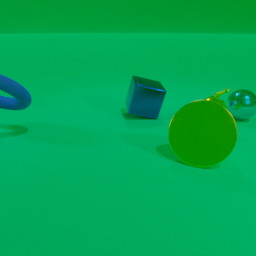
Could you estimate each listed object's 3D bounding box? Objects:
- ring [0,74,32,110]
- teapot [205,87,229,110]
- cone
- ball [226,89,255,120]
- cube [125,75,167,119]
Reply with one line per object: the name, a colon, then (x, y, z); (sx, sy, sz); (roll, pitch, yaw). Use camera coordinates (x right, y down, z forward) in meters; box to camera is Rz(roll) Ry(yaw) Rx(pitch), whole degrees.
ring: (-3.220, -0.891, 6.846); (1.693, 0.339, 1.693); (9, -20, 3)
teapot: (2.361, -0.460, 7.485); (0.673, 1.375, 0.855); (8, -12, 40)
cone: (1.784, 0.191, 6.414); (1.402, 1.402, 1.408); (10, -3, 24)
ball: (3.439, -0.704, 8.451); (0.927, 0.927, 0.927); (0, 21, 0)
cube: (0.522, -0.965, 8.726); (0.954, 0.954, 0.954); (11, 25, -12)
